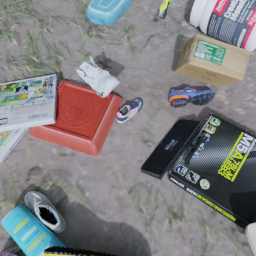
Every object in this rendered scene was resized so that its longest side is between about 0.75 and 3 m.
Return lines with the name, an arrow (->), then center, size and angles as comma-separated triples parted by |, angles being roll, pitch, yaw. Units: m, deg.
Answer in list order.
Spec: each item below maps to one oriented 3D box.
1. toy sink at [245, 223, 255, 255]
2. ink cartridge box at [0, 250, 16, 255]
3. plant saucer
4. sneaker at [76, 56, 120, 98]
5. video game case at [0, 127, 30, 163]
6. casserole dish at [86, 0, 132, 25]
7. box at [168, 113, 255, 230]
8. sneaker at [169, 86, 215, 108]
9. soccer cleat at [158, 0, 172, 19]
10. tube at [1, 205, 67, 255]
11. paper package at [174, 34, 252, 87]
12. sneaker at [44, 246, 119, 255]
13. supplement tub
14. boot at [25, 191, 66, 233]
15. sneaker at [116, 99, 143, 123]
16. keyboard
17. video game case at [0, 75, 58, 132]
toy sink -> 4.077, 3.161, 6.979 | 2.504, 1.403, 1.632 | -8, 58, -11
ink cartridge box -> -2.916, 3.755, 7.010 | 1.106, 0.469, 0.805 | 28, 85, 15
plant saucer -> -1.789, -0.541, 9.836 | 2.619, 0.481, 2.614 | 16, 59, 11
sneaker -> -0.958, -1.543, 8.457 | 0.727, 1.935, 1.112 | -46, 107, -6
video game case -> -4.593, 0.001, 9.631 | 2.078, 0.229, 1.892 | 22, 60, 13
casserole dish -> -0.877, -5.843, 13.134 | 1.612, 0.516, 2.661 | 24, 60, 14
box -> 3.085, 1.183, 8.641 | 2.692, 0.662, 2.787 | 31, 63, 21
sneaker -> 2.318, -1.232, 10.188 | 1.738, 0.655, 0.682 | -4, 53, -5
soccer cleat -> 1.209, -4.062, 9.330 | 0.344, 0.823, 0.266 | 33, 29, 27
tube -> -2.154, 3.251, 7.393 | 2.780, 0.701, 1.077 | 41, 73, 11
paper package -> 2.829, -2.243, 9.645 | 1.986, 1.893, 1.027 | 16, 89, -6
sneaker -> -0.799, 3.767, 6.826 | 2.785, 0.974, 1.253 | 15, 75, -7
supplement tub -> 4.238, -4.575, 11.435 | 2.882, 2.022, 2.022 | 30, 63, 18
boot -> -2.394, 2.255, 7.905 | 1.605, 0.767, 0.590 | 34, 64, 19
sneaker -> 0.096, -0.690, 9.895 | 0.442, 0.516, 1.259 | 36, 65, 20
keyboard -> 1.607, 0.648, 8.859 | 1.561, 0.253, 2.457 | 11, 53, 49
video game case -> -3.636, -0.875, 9.743 | 2.326, 0.256, 2.120 | -9, 55, 2
